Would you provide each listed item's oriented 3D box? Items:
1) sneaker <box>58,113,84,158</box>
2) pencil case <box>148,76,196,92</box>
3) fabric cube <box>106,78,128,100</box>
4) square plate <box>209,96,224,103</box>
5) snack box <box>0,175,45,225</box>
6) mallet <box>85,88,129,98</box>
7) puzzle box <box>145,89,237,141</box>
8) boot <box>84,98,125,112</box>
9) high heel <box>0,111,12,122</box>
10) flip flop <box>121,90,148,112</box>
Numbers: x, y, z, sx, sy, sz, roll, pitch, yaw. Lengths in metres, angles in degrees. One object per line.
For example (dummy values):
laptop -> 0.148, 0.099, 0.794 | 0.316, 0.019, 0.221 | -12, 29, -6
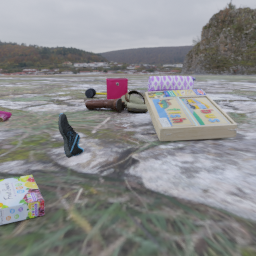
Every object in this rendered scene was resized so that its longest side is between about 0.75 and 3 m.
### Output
sneaker -> -0.971, 0.107, 4.748 | 0.313, 0.764, 0.280 | -14, 6, -1
pencil case -> 2.484, -2.415, 16.293 | 2.738, 1.149, 1.171 | -1, 56, -2
fabric cube -> -0.573, -1.984, 14.302 | 1.069, 1.086, 1.090 | 0, 13, -5
square plate -> 2.918, -1.280, 12.978 | 2.172, 0.312, 2.193 | -8, 16, -34
snack box -> -1.510, 0.919, 3.692 | 0.635, 0.236, 0.892 | -7, 15, -27
mallet -> -1.106, -1.800, 15.047 | 2.472, 0.509, 0.814 | 7, 14, 12
puzzle box -> 1.607, -0.480, 8.003 | 1.932, 0.369, 2.904 | -3, 25, -4
boot -> -1.028, -0.919, 10.913 | 1.651, 0.530, 1.539 | 5, 1, 7
high heel -> -4.444, -0.471, 9.250 | 1.102, 0.371, 0.529 | 8, 24, 10
flip flop -> 0.257, -1.158, 11.488 | 1.042, 0.740, 2.569 | -1, 13, -6
